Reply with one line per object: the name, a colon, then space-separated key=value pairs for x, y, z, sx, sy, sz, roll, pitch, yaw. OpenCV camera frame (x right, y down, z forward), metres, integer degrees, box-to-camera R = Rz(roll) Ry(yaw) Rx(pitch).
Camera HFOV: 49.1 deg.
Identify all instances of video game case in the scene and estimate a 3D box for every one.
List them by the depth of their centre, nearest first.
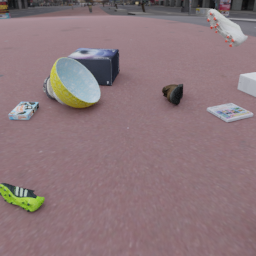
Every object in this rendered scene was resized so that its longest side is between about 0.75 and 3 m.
video game case: x=4.305 y=-0.672 z=11.874 sx=1.404 sy=0.166 sz=1.278 roll=-11 pitch=30 yaw=-22

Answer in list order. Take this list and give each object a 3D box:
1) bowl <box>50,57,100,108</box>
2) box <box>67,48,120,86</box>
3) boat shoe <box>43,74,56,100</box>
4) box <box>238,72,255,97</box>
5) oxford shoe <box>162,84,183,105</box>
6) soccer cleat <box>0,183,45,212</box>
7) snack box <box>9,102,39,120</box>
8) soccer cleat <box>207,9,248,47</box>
bowl: x=-2.549 y=-1.770 z=12.411 sx=1.307 sy=2.429 sz=2.429 roll=-35 pitch=12 yaw=30
box: x=-1.895 y=-3.539 z=15.873 sx=2.499 sy=1.540 sz=2.479 roll=3 pitch=29 yaw=7
boat shoe: x=-3.740 y=-2.057 z=14.090 sx=0.937 sy=1.086 sz=2.989 roll=-39 pitch=29 yaw=18
box: x=6.499 y=-2.156 z=13.988 sx=1.159 sy=0.810 sz=1.522 roll=-11 pitch=30 yaw=-19
oxford shoe: x=1.997 y=-1.565 z=12.983 sx=0.944 sy=0.813 sz=2.236 roll=5 pitch=16 yaw=15
soccer cleat: x=-2.722 y=1.715 z=7.124 sx=1.307 sy=0.441 sz=0.530 roll=20 pitch=23 yaw=22
snack box: x=-4.398 y=-0.744 z=11.908 sx=0.794 sy=0.254 sz=1.367 roll=1 pitch=28 yaw=2
soccer cleat: x=3.553 y=-3.649 z=10.140 sx=0.687 sy=0.614 sz=1.772 roll=-27 pitch=70 yaw=-13
